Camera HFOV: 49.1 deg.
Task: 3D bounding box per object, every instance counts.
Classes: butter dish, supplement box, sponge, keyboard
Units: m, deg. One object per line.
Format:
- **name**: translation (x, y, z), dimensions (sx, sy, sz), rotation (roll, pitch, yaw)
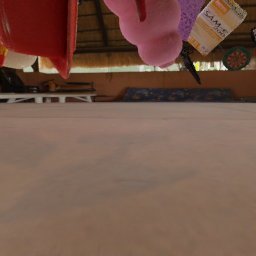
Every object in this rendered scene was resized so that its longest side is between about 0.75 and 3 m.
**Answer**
- **butter dish**: translation (-2.177, -2.590, 5.426), dimensions (2.017, 2.721, 2.729), rotation (-6, 34, -26)
- **supplement box**: translation (2.835, -3.453, 9.383), dimensions (0.672, 1.152, 1.828), rotation (-53, 6, -38)
- **sponge**: translation (1.711, -3.651, 8.586), dimensions (0.996, 1.786, 0.266), rotation (13, 32, -13)
- **keyboard**: translation (2.362, -2.522, 10.393), dimensions (0.479, 1.257, 2.416), rotation (-36, 19, 21)

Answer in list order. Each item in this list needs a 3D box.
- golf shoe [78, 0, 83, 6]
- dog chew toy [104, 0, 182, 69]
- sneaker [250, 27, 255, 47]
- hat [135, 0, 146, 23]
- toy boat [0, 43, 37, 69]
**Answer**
- **golf shoe**: translation (-1.892, -4.082, 8.413), dimensions (1.226, 0.473, 0.540), rotation (20, 41, -6)
- **dog chew toy**: translation (0.490, -2.916, 7.009), dimensions (1.819, 2.921, 1.819), rotation (-22, 14, 6)
- **sneaker**: translation (4.072, -2.996, 7.822), dimensions (1.103, 1.917, 0.724), rotation (14, 4, 20)
- **hat**: translation (-0.291, -2.585, 4.346), dimensions (2.670, 2.212, 2.350), rotation (37, -34, -23)
- **toy boat**: translation (-3.721, -2.474, 7.958), dimensions (2.425, 1.340, 2.884), rotation (8, 9, -29)
